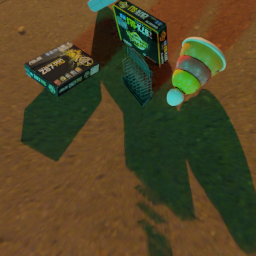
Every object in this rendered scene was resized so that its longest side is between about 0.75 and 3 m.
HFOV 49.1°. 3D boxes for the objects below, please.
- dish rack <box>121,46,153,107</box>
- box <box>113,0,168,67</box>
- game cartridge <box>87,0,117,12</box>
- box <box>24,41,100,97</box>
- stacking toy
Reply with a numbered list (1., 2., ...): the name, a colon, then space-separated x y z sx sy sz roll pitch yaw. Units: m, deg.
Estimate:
1. dish rack: 0.236 -1.376 7.437 0.405 1.485 1.139 -32 66 -12
2. box: 0.415 -2.940 8.705 0.465 1.504 1.884 -41 64 -14
3. game cartridge: -0.179 -4.998 9.964 2.547 0.529 1.696 -20 34 22
4. box: -1.929 -1.807 8.392 1.409 0.429 1.748 36 54 20
5. stacking toy: 1.702 -1.428 7.884 1.391 1.391 1.904 33 85 22
